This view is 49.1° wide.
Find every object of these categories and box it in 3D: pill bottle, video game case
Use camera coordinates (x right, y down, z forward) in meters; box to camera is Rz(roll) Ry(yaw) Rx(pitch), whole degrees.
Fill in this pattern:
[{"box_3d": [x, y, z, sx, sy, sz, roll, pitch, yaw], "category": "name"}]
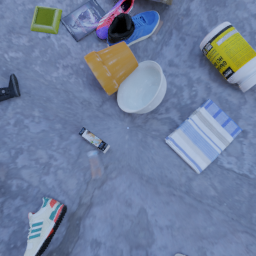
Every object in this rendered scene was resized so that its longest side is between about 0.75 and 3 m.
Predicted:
[{"box_3d": [3.839, -2.515, 10.140, 1.340, 1.340, 2.384, -36, 81, -6], "category": "pill bottle"}, {"box_3d": [-1.678, -4.274, 11.079, 1.613, 0.153, 1.152, -36, 81, -7], "category": "video game case"}]

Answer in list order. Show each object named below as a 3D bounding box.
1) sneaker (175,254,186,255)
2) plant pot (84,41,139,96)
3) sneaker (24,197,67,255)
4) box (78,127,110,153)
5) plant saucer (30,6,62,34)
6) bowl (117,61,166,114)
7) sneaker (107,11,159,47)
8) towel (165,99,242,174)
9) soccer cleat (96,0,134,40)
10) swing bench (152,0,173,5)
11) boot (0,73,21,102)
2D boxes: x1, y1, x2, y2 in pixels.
[{"box_3d": [1.951, 4.438, 9.393, 0.765, 0.304, 0.300, 9, 74, 27], "category": "sneaker"}, {"box_3d": [-0.491, -2.200, 9.833, 1.467, 1.603, 1.603, -33, 81, 2], "category": "plant pot"}, {"box_3d": [-2.995, 3.365, 9.391, 1.020, 0.768, 2.181, 27, 78, 12], "category": "sneaker"}, {"box_3d": [-1.194, 0.434, 9.948, 1.113, 0.649, 0.335, 36, 84, 5], "category": "box"}, {"box_3d": [-3.242, -4.318, 11.023, 1.110, 0.266, 1.112, 8, 80, 1], "category": "plant saucer"}, {"box_3d": [0.639, -1.290, 9.924, 2.014, 0.905, 2.014, -23, 53, 35], "category": "bowl"}, {"box_3d": [0.235, -3.834, 10.398, 2.352, 1.308, 0.903, -32, 81, -6], "category": "sneaker"}, {"box_3d": [2.746, 0.271, 10.159, 2.396, 0.285, 1.760, -42, 83, -7], "category": "towel"}, {"box_3d": [-0.502, -4.241, 10.708, 0.681, 0.731, 1.996, 41, 80, -17], "category": "soccer cleat"}, {"box_3d": [0.676, -6.136, 10.640, 2.654, 1.731, 2.668, 15, 90, 2], "category": "swing bench"}, {"box_3d": [-4.699, -1.467, 10.465, 1.144, 0.376, 0.943, -15, 78, 2], "category": "boot"}]
